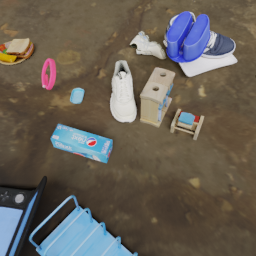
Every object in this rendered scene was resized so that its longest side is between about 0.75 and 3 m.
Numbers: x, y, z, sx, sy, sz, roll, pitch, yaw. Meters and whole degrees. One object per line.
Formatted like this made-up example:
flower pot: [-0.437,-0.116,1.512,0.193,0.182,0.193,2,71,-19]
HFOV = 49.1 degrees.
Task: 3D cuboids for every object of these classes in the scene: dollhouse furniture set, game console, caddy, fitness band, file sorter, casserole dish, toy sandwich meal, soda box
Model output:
dollhouse furniture set: [1.667,-0.867,9.759,2.102,1.482,1.473,19,58,15]
game console: [-3.352,2.644,7.109,2.485,1.644,2.825,5,55,12]
caddy: [1.965,-2.909,9.111,1.230,0.913,1.740,21,70,23]
fitness band: [-2.289,-1.558,8.081,0.181,0.693,0.965,8,51,-34]
file sorter: [-1.083,3.087,7.062,2.322,1.424,1.611,35,61,21]
casserole dish: [-1.956,-1.216,10.829,0.477,0.153,0.787,4,56,3]
toy sandwich meal: [-4.945,-3.374,12.047,1.704,0.584,1.704,0,55,0]
soda box: [-1.504,0.517,9.259,1.917,0.650,0.615,17,59,6]

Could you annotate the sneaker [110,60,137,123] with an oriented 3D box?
sneaker: [-0.207,-1.390,10.414,0.988,1.066,2.630,-4,57,-5]

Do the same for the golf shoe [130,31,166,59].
golf shoe: [0.845,-3.363,12.113,0.899,0.724,1.849,-41,58,-5]

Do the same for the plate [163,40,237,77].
plate: [3.036,-3.188,12.045,2.376,0.384,2.371,-18,57,-12]

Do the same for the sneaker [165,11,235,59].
sneaker: [2.959,-3.728,11.319,2.987,1.621,1.047,15,83,8]
